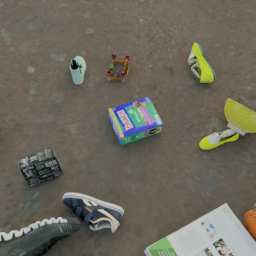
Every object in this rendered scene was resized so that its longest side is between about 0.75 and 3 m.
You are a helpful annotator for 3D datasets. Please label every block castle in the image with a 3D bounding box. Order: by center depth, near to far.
[{"bbox_3d":[-0.381,-2.512,11.514,0.821,0.576,1.228,8,56,5],"label":"block castle"}]

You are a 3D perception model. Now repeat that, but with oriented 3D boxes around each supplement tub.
[{"bbox_3d":[4.292,2.446,7.832,1.798,1.102,1.102,-18,58,-12],"label":"supplement tub"}]

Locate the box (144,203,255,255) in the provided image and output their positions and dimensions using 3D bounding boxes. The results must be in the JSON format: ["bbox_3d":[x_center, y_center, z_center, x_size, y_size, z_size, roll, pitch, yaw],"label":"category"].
[{"bbox_3d":[2.104,3.441,7.311,2.786,0.506,2.010,-19,57,-23],"label":"box"}]

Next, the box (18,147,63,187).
[{"bbox_3d":[-2.713,1.223,8.733,1.095,0.896,0.471,-21,43,-13],"label":"box"}]

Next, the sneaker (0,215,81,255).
[{"bbox_3d":[-2.544,3.211,7.477,2.739,0.910,1.239,-14,60,-5],"label":"sneaker"}]

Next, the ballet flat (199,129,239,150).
[{"bbox_3d":[3.160,0.319,9.641,1.476,0.495,0.493,-15,57,-10],"label":"ballet flat"}]

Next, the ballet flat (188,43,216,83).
[{"bbox_3d":[2.906,-2.702,11.614,0.722,0.720,2.154,-18,58,5],"label":"ballet flat"}]

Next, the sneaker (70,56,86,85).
[{"bbox_3d":[-2.039,-2.614,11.392,0.557,0.892,1.513,-5,55,-2],"label":"sneaker"}]

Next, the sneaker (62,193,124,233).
[{"bbox_3d":[-1.097,2.435,8.059,1.856,0.728,0.737,14,51,7],"label":"sneaker"}]

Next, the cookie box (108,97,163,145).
[{"bbox_3d":[0.251,-0.265,9.971,1.569,0.590,1.342,-19,59,-11],"label":"cookie box"}]

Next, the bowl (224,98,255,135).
[{"bbox_3d":[3.960,-0.272,9.707,1.613,1.613,0.868,34,105,21],"label":"bowl"}]
